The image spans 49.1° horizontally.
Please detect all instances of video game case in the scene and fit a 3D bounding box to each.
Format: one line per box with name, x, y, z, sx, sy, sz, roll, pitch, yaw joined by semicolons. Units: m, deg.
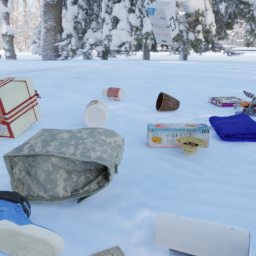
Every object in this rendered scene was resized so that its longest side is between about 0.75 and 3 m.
video game case;5.192;-1.344;14.343;1.648;0.295;1.494;-2;17;-8

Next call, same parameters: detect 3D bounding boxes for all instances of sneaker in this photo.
sneaker;-1.740;1.483;4.510;1.881;0.722;1.047;-2;25;17

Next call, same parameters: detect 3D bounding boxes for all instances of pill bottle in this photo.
pill bottle;-0.804;-1.908;15.467;1.244;0.698;0.698;10;20;29
pill bottle;-1.209;-0.615;10.918;0.921;0.921;1.610;0;17;-1

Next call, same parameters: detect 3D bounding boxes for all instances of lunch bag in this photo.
lunch bag;-1.152;0.732;6.049;2.157;1.268;1.769;-2;17;8

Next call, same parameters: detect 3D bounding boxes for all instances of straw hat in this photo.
straw hat;1.784;0.560;8.029;0.937;0.396;0.937;4;17;-1

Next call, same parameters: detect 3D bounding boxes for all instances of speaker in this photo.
speaker;1.077;1.664;4.227;1.361;0.553;0.553;7;18;20

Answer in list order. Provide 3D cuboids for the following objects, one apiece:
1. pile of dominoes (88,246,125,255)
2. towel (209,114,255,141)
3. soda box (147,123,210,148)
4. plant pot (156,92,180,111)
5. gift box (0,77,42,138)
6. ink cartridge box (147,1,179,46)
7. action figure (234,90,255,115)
pile of dominoes;-0.333;2.103;3.633;1.041;0.213;1.335;-8;11;-24
towel;3.745;0.007;9.802;1.494;0.501;2.023;-5;17;7
soda box;1.534;0.217;8.710;1.885;0.644;0.599;0;17;1
plant pot;1.888;-1.144;12.991;0.951;0.889;0.889;11;14;-15
gift box;-4.279;-0.702;9.896;1.818;1.970;1.839;9;34;16
ink cartridge box;1.547;-4.478;12.032;0.996;1.718;0.583;25;62;39
action figure;5.521;-1.100;12.366;2.083;1.090;2.015;-4;9;-12
